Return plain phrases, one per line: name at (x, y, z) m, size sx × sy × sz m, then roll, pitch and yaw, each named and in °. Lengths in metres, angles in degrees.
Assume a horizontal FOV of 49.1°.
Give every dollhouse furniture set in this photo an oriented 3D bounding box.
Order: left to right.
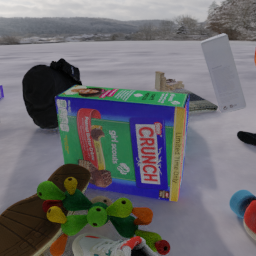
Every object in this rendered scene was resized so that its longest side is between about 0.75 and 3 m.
dollhouse furniture set at (2.550, -2.672, 15.538) m, size 1.973 × 0.963 × 1.682 m, roll -9°, pitch 23°, yaw -21°

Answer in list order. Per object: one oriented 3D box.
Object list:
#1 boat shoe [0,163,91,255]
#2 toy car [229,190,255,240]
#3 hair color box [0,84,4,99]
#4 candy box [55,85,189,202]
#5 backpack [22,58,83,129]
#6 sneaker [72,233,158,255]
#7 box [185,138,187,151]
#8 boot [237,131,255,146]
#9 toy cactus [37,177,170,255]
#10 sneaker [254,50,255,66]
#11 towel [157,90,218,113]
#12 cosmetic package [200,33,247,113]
boat shoe at (-1.440, 1.598, 4.882) m, size 0.944 × 0.807 × 2.574 m, roll 23°, pitch 31°, yaw 15°
toy car at (2.768, 1.097, 4.734) m, size 1.472 × 1.664 × 1.534 m, roll -6°, pitch 22°, yaw -15°
hair color box at (-7.067, -1.529, 12.894) m, size 1.247 × 0.739 × 2.281 m, roll 10°, pitch 21°, yaw 23°
candy box at (-0.080, 0.300, 6.046) m, size 2.599 × 2.198 × 1.001 m, roll 5°, pitch 27°, yaw 14°
backpack at (-2.698, -1.334, 10.400) m, size 1.834 × 2.418 × 2.897 m, roll -2°, pitch 15°, yaw 6°
sneaker at (-0.066, 1.802, 3.997) m, size 1.864 × 0.871 × 0.656 m, roll 16°, pitch 27°, yaw 35°
box at (1.310, -0.149, 9.292) m, size 1.192 × 0.712 × 2.897 m, roll 4°, pitch 21°, yaw 9°
boot at (3.981, 0.244, 8.766) m, size 0.914 × 0.349 × 0.768 m, roll 24°, pitch 35°, yaw 34°
toy cactus at (-0.453, 1.496, 4.608) m, size 2.133 × 1.091 × 1.760 m, roll 15°, pitch -10°, yaw -2°
sneaker at (3.885, -2.681, 7.718) m, size 1.078 × 2.794 × 1.020 m, roll 31°, pitch -27°, yaw -32°
towel at (2.088, -1.118, 12.400) m, size 2.783 × 0.481 × 2.679 m, roll -5°, pitch 25°, yaw -19°
cosmetic package at (2.505, -1.452, 7.381) m, size 0.707 × 1.910 × 0.971 m, roll -15°, pitch 16°, yaw 19°
